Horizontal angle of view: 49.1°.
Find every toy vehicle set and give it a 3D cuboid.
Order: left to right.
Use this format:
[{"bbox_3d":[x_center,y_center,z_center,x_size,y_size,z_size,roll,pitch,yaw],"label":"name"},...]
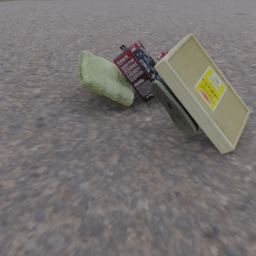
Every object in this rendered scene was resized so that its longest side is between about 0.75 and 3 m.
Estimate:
[{"bbox_3d":[2.020,-0.943,7.211,0.370,2.788,1.732,-29,14,49],"label":"toy vehicle set"}]

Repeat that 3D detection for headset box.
[{"bbox_3d":[0.414,-2.043,9.574,0.757,1.960,1.459,-33,14,28],"label":"headset box"}]

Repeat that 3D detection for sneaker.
[{"bbox_3d":[1.528,-0.728,7.622,0.969,0.683,1.825,-29,77,-22],"label":"sneaker"}]

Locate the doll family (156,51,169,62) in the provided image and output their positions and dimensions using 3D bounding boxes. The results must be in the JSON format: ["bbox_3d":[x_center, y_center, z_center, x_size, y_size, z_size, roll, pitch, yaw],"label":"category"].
[{"bbox_3d":[2.084,-2.907,12.074,1.686,0.760,1.046,-10,0,0],"label":"doll family"}]

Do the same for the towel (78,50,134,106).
[{"bbox_3d":[-0.793,-1.817,9.680,2.006,0.493,2.704,21,29,-22],"label":"towel"}]
